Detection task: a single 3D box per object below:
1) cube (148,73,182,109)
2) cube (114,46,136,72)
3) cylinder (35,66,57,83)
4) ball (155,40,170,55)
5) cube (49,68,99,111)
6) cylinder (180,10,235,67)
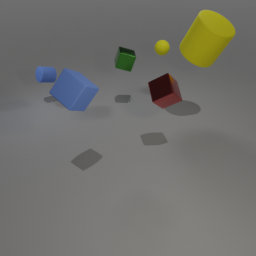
[{"bbox_3d":[1.116,-1.096,8.414,0.700,0.700,0.700,-23,65,27],"label":"cube"},{"bbox_3d":[-0.127,-2.903,11.806,0.700,0.700,0.700,11,36,-16],"label":"cube"},{"bbox_3d":[-3.694,-2.401,12.630,0.700,0.700,0.700,-8,27,-43],"label":"cylinder"},{"bbox_3d":[1.601,-3.770,13.156,0.700,0.700,0.700,0,30,0],"label":"ball"},{"bbox_3d":[-1.250,-0.878,6.578,0.700,0.700,0.700,40,14,14],"label":"cube"},{"bbox_3d":[2.742,-3.099,9.793,1.400,1.400,1.400,12,51,-16],"label":"cylinder"}]
